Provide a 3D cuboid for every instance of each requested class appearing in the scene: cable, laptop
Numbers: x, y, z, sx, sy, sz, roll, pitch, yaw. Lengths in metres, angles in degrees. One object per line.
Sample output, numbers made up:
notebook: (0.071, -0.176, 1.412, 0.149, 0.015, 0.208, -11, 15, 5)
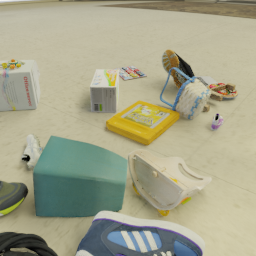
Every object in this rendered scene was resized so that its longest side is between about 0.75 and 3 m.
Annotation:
cable: (-2.032, 2.980, 4.946, 2.073, 0.645, 2.541, -10, 33, -43)
laptop: (3.459, -2.620, 13.232, 2.329, 1.350, 2.180, -1, 32, -12)

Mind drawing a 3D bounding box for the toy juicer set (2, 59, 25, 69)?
toy juicer set: (-4.504, -2.626, 11.228, 0.627, 0.268, 0.985, 13, 33, 18)

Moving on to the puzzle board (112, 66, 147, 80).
puzzle board: (0.068, -3.040, 15.254, 1.312, 0.151, 1.741, -13, 34, -21)

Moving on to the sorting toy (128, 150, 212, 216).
sorting toy: (1.240, 1.324, 7.471, 1.782, 1.058, 1.980, -14, 32, -35)

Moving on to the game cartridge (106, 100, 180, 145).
game cartridge: (0.556, -0.293, 10.579, 1.980, 0.364, 2.246, 21, 36, 30)

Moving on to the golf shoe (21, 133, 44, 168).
golf shoe: (-3.055, 0.694, 8.804, 0.744, 0.599, 1.530, -23, 37, -24)

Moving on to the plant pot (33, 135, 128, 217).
plant pot: (-1.092, 1.293, 7.037, 2.082, 1.471, 1.472, 8, 32, -1)

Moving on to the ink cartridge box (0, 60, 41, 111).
ink cartridge box: (-4.998, -1.801, 11.754, 2.311, 1.679, 1.671, -3, 32, -8)

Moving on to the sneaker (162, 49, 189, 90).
sneaker: (2.217, -2.659, 13.077, 0.774, 2.048, 0.898, -26, -4, 20)

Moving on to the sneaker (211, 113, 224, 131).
sneaker: (3.392, -0.344, 10.477, 0.357, 0.562, 0.985, 13, 33, 23)

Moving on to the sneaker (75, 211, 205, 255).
sneaker: (0.161, 2.672, 5.304, 2.434, 0.981, 1.782, 11, 41, 11)

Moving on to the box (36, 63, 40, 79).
box: (-5.541, -2.482, 13.510, 2.305, 0.693, 1.344, -12, 33, -3)

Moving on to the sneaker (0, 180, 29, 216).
sneaker: (-3.866, 1.497, 6.941, 2.732, 1.106, 1.009, 1, 32, 2)

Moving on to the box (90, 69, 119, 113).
box: (-0.943, -1.647, 12.004, 1.056, 1.172, 2.083, 1, 30, 1)

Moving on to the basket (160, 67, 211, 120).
basket: (2.191, -1.303, 11.117, 1.845, 1.627, 1.284, 36, 47, 18)

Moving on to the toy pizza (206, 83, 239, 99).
toy pizza: (4.328, -1.766, 12.828, 1.472, 0.233, 1.472, 6, 32, -3)

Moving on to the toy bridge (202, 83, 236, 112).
toy bridge: (3.708, -1.390, 12.027, 2.129, 0.290, 0.716, -35, 47, -26)
